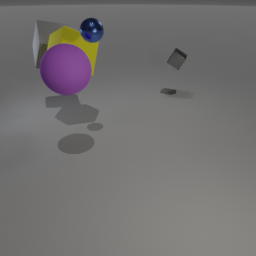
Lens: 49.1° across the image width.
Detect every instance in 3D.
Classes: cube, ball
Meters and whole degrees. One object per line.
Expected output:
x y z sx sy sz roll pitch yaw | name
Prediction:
-2.100 -2.694 10.338 1.400 1.400 1.400 12 -4 -36 | cube
-1.707 -1.609 7.742 1.400 1.400 1.400 0 27 0 | ball
-1.054 -2.838 8.154 0.700 0.700 0.700 0 27 0 | ball
-3.167 -3.453 11.818 1.400 1.400 1.400 -1 58 -26 | cube
2.444 -3.444 13.950 0.700 0.700 0.700 32 33 -3 | cube
